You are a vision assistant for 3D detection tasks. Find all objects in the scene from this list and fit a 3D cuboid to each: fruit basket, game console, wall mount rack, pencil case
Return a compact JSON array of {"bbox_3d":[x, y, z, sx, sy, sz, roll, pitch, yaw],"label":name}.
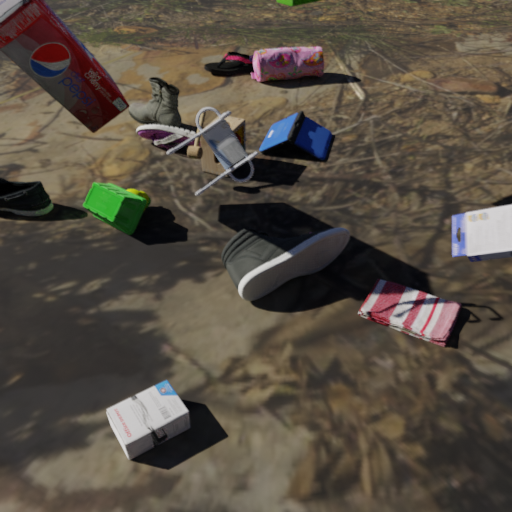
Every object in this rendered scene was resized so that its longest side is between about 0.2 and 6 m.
[{"bbox_3d":[-2.757,-1.017,11.645,1.295,0.934,1.295,25,1,0],"label":"fruit basket"},{"bbox_3d":[1.049,-2.958,14.548,1.416,0.982,1.660,-19,28,28],"label":"game console"},{"bbox_3d":[-0.660,-1.600,8.708,1.144,1.317,0.491,-32,11,12],"label":"wall mount rack"},{"bbox_3d":[1.021,-6.204,18.148,2.344,1.025,1.025,-9,38,-11],"label":"pencil case"}]

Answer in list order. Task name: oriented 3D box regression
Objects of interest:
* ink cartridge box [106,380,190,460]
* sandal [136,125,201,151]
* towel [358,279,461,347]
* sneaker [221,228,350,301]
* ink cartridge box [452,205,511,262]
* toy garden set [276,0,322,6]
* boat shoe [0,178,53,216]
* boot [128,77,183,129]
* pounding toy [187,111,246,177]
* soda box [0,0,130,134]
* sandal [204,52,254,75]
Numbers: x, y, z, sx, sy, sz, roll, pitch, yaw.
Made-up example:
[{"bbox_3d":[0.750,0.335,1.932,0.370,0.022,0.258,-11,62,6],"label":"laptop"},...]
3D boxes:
[{"bbox_3d":[-1.457,2.208,7.587,0.925,0.389,0.669,-22,42,-26],"label":"ink cartridge box"},{"bbox_3d":[-2.106,-2.900,14.141,2.066,0.840,0.508,10,79,12],"label":"sandal"},{"bbox_3d":[2.610,0.901,9.490,1.497,0.170,1.078,19,40,23],"label":"towel"},{"bbox_3d":[0.482,-0.186,10.294,2.504,0.885,1.242,-25,49,-23],"label":"sneaker"},{"bbox_3d":[3.232,-0.308,7.468,1.167,0.245,0.697,-8,59,30],"label":"ink cartridge box"},{"bbox_3d":[0.746,-5.298,10.411,2.148,0.514,2.577,-24,41,-26],"label":"toy garden set"},{"bbox_3d":[-5.526,-1.372,11.966,2.290,0.759,0.856,9,38,11],"label":"boat shoe"},{"bbox_3d":[-2.725,-4.224,15.197,2.095,1.368,0.709,29,46,32],"label":"boot"},{"bbox_3d":[-0.856,-2.613,12.967,0.785,1.507,1.716,15,40,18],"label":"pounding toy"},{"bbox_3d":[-3.565,-3.539,10.009,0.974,3.073,1.076,-35,66,4],"label":"soda box"},{"bbox_3d":[-0.444,-6.584,18.914,2.692,0.607,1.011,-8,38,-10],"label":"sandal"}]
